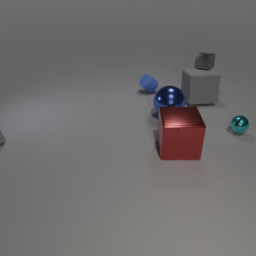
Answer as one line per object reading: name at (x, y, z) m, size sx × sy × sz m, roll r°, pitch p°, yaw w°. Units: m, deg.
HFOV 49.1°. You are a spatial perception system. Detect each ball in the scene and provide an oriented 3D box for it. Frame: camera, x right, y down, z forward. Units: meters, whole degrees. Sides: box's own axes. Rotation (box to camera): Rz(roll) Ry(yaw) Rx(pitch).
ball at (1.778, -1.115, 12.004) m, size 1.400 × 1.400 × 1.400 m, roll 0°, pitch 31°, yaw 0°
ball at (4.390, -0.147, 10.990) m, size 0.700 × 0.700 × 0.700 m, roll 0°, pitch 31°, yaw 0°

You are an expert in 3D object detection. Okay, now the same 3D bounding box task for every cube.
cube at (3.723, -3.256, 13.544) m, size 0.700 × 0.700 × 0.700 m, roll 19°, pitch 28°, yaw 37°
cube at (3.434, -2.031, 13.472) m, size 1.400 × 1.400 × 1.400 m, roll -3°, pitch 24°, yaw -6°
cube at (1.817, 0.170, 9.898) m, size 1.400 × 1.400 × 1.400 m, roll 0°, pitch 32°, yaw 0°

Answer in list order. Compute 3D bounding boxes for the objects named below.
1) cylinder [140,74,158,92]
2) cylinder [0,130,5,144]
cylinder at (1.066, -2.294, 14.303) m, size 0.700 × 0.700 × 0.700 m, roll 22°, pitch 9°, yaw -46°
cylinder at (-5.036, 0.251, 10.315) m, size 0.700 × 0.700 × 0.700 m, roll -12°, pitch 27°, yaw 6°
